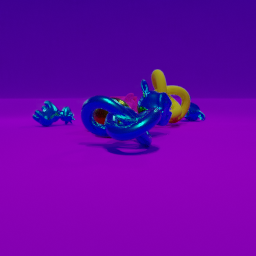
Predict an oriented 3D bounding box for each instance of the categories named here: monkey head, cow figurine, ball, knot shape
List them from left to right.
[{"bbox_3d":[-2.312,-0.359,8.926,0.611,1.095,1.113,-42,12,45],"label":"cow figurine"},{"bbox_3d":[-0.352,-0.251,6.543,0.926,0.926,0.926,0,7,0],"label":"ball"},{"bbox_3d":[-0.170,-0.129,5.050,1.393,0.688,1.489,13,-3,0],"label":"knot shape"},{"bbox_3d":[-0.234,-0.765,10.572,1.010,0.846,1.404,5,-23,-21],"label":"monkey head"},{"bbox_3d":[0.529,-0.420,6.653,0.824,1.367,0.984,11,26,33],"label":"monkey head"},{"bbox_3d":[1.327,-0.852,9.012,1.755,1.876,0.867,26,-40,-35],"label":"knot shape"},{"bbox_3d":[2.360,-0.767,10.538,0.818,0.976,1.357,1,27,-23],"label":"monkey head"}]

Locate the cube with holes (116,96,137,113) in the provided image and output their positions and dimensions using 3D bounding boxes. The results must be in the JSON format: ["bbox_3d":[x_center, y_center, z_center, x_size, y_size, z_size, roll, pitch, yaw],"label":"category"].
[{"bbox_3d":[-0.194,-0.879,11.922,0.914,0.914,0.914,-3,7,-19],"label":"cube with holes"}]
